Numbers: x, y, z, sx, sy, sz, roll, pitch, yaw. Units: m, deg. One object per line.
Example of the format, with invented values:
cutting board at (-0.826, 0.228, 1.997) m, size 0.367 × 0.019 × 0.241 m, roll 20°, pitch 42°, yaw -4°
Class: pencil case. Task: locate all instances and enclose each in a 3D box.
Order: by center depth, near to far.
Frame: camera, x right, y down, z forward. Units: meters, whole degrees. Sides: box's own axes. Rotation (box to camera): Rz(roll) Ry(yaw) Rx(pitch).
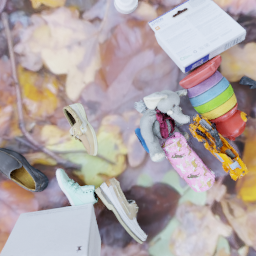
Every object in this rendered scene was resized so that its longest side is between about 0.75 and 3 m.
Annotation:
pencil case at (2.272, 1.310, 10.711) m, size 1.040 × 0.995 × 2.404 m, roll -43°, pitch 98°, yaw -15°

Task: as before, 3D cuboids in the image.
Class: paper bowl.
paper bowl at (-0.085, -5.258, 11.488) m, size 0.990 × 0.515 × 0.990 m, roll 0°, pitch 88°, yaw 1°

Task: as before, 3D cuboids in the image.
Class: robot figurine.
robot figurine at (3.284, 0.631, 10.525) m, size 0.791 × 1.971 × 2.719 m, roll -42°, pitch 93°, yaw 7°

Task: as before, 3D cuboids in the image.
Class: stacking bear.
stacking bear at (3.461, -0.947, 10.739) m, size 1.700 × 1.816 × 2.990 m, roll -30°, pitch 99°, yaw 37°

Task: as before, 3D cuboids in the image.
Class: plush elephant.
plush elephant at (1.423, -0.475, 10.335) m, size 2.141 × 2.013 × 2.600 m, roll -21°, pitch 70°, yaw -37°

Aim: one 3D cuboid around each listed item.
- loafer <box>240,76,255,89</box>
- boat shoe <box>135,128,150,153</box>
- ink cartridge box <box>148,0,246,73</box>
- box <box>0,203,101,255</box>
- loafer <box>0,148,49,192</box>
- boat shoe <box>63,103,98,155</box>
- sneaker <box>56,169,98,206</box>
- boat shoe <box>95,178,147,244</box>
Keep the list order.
loafer at (5.078, -1.751, 11.388) m, size 1.079 × 0.366 × 0.379 m, roll 23°, pitch 92°, yaw 6°
boat shoe at (0.675, 0.486, 11.252) m, size 0.482 × 0.393 × 1.145 m, roll -27°, pitch 87°, yaw -8°
ink cartridge box at (2.643, -3.849, 11.175) m, size 2.781 × 0.566 × 2.786 m, roll -29°, pitch 62°, yaw -2°
box at (-2.494, 4.308, 9.608) m, size 2.853 × 2.868 × 1.874 m, roll -8°, pitch 109°, yaw -1°
loafer at (-4.337, 1.594, 10.892) m, size 2.634 × 0.952 × 0.959 m, roll 30°, pitch 88°, yaw 2°
boat shoe at (-1.562, 0.068, 9.041) m, size 0.671 × 0.748 × 2.021 m, roll -10°, pitch 54°, yaw -29°
sneaker at (-1.928, 2.253, 10.968) m, size 1.147 × 0.716 × 1.945 m, roll -28°, pitch 97°, yaw 4°
boat shoe at (-0.060, 3.175, 10.763) m, size 0.946 × 1.034 × 2.766 m, roll -39°, pitch 97°, yaw -12°
